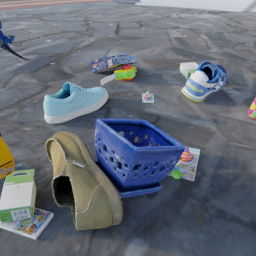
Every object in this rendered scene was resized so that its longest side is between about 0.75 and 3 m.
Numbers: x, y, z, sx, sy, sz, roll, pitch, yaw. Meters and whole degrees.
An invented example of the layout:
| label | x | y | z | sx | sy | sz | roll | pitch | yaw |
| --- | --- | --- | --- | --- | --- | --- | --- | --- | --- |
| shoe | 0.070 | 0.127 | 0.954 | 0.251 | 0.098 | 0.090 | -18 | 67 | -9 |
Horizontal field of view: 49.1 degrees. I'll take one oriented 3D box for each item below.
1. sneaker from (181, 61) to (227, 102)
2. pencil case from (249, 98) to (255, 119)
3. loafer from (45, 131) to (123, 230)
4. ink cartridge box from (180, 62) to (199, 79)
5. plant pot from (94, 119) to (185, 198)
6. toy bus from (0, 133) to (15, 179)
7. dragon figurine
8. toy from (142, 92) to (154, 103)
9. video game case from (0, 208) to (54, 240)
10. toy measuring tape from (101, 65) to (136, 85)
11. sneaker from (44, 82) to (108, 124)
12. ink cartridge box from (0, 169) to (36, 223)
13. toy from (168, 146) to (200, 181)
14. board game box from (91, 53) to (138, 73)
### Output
| label | x | y | z | sx | sy | sz | roll | pitch | yaw |
| --- | --- | --- | --- | --- | --- | --- | --- | --- | --- |
| sneaker | 3.253 | -2.041 | 11.027 | 1.069 | 1.189 | 2.892 | 35 | 44 | 19 |
| pencil case | 4.825 | -0.426 | 8.930 | 1.837 | 0.812 | 0.812 | 25 | 39 | 35 |
| loafer | -1.238 | 1.028 | 6.124 | 1.006 | 1.134 | 2.983 | -15 | 33 | -32 |
| ink cartridge box | 2.972 | -2.557 | 12.799 | 0.765 | 0.437 | 1.474 | -5 | 31 | -9 |
| plant pot | 0.102 | 0.677 | 6.264 | 1.493 | 1.342 | 1.493 | 1 | 24 | -39 |
| toy bus | -2.746 | 0.025 | 4.949 | 0.618 | 0.744 | 1.900 | -30 | 72 | -32 |
| dragon figurine | -3.957 | -2.689 | 8.430 | 0.608 | 2.067 | 1.028 | -28 | 22 | 17 |
| toy | 0.775 | -1.216 | 10.812 | 0.434 | 0.178 | 0.753 | 0 | 31 | 1 |
| video game case | -2.078 | 1.878 | 5.718 | 0.900 | 0.081 | 0.644 | 10 | 32 | 17 |
| toy measuring tape | -0.271 | -2.269 | 12.105 | 0.730 | 0.730 | 1.985 | 24 | 42 | 35 |
| sneaker | -1.704 | -1.105 | 9.713 | 0.999 | 1.108 | 2.704 | 22 | 38 | 31 |
| ink cartridge box | -2.345 | 1.422 | 6.051 | 0.629 | 0.359 | 1.211 | -6 | 31 | -11 |
| toy | 1.410 | 0.765 | 7.329 | 0.837 | 0.343 | 1.453 | 10 | 32 | 16 |
| board game box | -0.480 | -3.102 | 13.107 | 1.816 | 0.560 | 1.817 | -18 | 10 | -37 |
